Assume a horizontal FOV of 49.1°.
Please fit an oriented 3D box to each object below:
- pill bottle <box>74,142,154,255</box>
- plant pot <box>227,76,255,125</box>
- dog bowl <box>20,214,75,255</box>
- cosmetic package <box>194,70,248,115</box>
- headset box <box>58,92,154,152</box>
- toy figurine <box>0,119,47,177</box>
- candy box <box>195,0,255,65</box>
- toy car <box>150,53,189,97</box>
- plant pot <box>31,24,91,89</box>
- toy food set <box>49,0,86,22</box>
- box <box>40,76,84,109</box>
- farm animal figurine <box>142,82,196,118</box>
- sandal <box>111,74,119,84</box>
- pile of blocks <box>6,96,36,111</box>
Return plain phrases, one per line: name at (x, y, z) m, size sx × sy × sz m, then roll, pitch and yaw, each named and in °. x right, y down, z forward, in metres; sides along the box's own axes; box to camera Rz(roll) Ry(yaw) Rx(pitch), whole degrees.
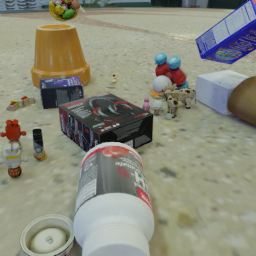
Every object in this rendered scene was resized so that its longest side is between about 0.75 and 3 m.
pill bottle at (-0.254, 1.379, 4.940) m, size 1.321 × 1.321 × 2.386 m, roll -2°, pitch 28°, yaw -4°
plant pot at (4.229, -0.634, 8.840) m, size 1.440 × 1.440 × 1.545 m, roll -12°, pitch 43°, yaw -22°
dog bowl at (-1.371, 1.966, 4.886) m, size 0.935 × 0.345 × 0.935 m, roll 1°, pitch 28°, yaw 0°
cosmetic package at (3.659, -1.385, 10.377) m, size 1.664 × 1.026 × 1.669 m, roll -14°, pitch 30°, yaw -24°
headset box at (-0.759, -0.187, 8.232) m, size 1.848 × 0.933 × 2.486 m, roll -20°, pitch 34°, yaw -33°
toy figurine at (-2.867, 0.531, 7.015) m, size 1.353 × 0.956 × 1.374 m, roll 17°, pitch 31°, yaw 18°
candy box at (3.424, -2.842, 8.578) m, size 1.719 × 0.783 × 2.033 m, roll -2°, pitch -17°, yaw -39°
toy car at (1.410, -1.898, 11.353) m, size 1.648 × 1.519 × 1.457 m, roll -45°, pitch 45°, yaw -15°
plant pot at (-3.020, -3.211, 12.301) m, size 2.605 × 2.385 × 2.605 m, roll 0°, pitch 28°, yaw 0°
toy food set at (-2.124, -4.356, 9.949) m, size 1.428 × 0.840 × 0.466 m, roll -41°, pitch 9°, yaw -38°
box at (-2.505, -1.358, 10.547) m, size 1.540 × 0.803 × 1.140 m, roll -8°, pitch 30°, yaw -15°
farm animal figurine at (1.445, -1.091, 9.956) m, size 1.432 × 0.892 × 1.774 m, roll 24°, pitch 36°, yaw 37°
sandal at (-0.607, -2.320, 12.873) m, size 0.319 × 0.286 × 0.869 m, roll 3°, pitch 28°, yaw 5°
pile of blocks at (-3.963, -0.989, 10.337) m, size 0.474 × 0.359 × 1.155 m, roll 21°, pitch 34°, yaw 34°
